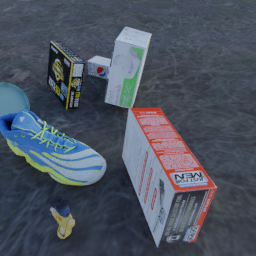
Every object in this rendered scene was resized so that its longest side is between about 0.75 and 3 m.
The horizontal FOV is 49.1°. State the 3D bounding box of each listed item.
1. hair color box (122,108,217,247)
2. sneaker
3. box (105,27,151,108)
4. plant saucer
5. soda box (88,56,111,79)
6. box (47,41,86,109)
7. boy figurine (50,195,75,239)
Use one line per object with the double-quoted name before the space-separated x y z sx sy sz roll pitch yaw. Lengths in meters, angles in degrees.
"hair color box" 0.654 0.855 5.884 0.855 1.484 2.676 -2 34 -16
"sneaker" -1.912 0.414 6.443 2.849 1.496 1.079 16 65 22
"box" -0.015 -1.979 9.056 0.983 2.034 1.795 14 32 1
"plant saucer" -3.677 -0.654 8.367 1.392 1.392 0.191 -31 12 -34
"soda box" -0.624 -2.250 10.834 1.862 0.593 0.634 19 42 22
"box" -2.132 -1.800 9.365 0.502 1.624 2.033 -9 37 -32
"boy figurine" -1.263 1.725 5.364 0.591 0.951 0.306 22 37 27
